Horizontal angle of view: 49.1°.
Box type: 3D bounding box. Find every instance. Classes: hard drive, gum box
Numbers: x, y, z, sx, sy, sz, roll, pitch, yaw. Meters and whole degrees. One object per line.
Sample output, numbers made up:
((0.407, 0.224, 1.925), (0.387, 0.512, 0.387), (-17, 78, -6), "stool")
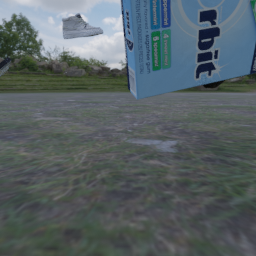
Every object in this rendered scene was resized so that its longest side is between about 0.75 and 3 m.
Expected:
((-3.711, -1.615, 8.024), (0.595, 0.161, 0.851), (-36, 18, 50), "hard drive")
((1.268, -1.887, 4.804), (2.723, 2.313, 0.606), (-14, 33, -13), "gum box")

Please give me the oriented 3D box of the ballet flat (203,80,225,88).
((1.912, -1.838, 7.357), (0.763, 0.893, 2.686), (-30, -30, 24), "ballet flat")

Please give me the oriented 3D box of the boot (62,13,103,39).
((-1.820, -3.965, 10.803), (1.880, 0.899, 0.691), (4, 20, 27), "boot")
